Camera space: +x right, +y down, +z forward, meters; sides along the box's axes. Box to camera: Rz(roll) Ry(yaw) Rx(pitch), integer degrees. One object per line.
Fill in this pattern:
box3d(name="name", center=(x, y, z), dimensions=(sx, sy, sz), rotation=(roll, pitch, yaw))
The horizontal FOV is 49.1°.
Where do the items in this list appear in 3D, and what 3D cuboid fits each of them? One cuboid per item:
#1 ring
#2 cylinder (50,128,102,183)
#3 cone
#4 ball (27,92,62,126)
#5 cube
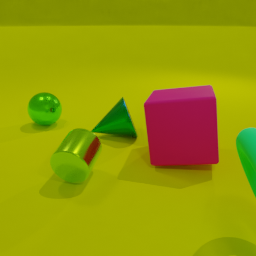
box3d(name="ring", center=(1.620, 0.708, 3.114), dimensions=(0.304, 1.518, 1.518), rotation=(-23, 18, 13))
box3d(name="cylinder", center=(-0.941, 0.501, 5.179), dimensions=(0.739, 0.739, 0.739), rotation=(6, 35, 14))
box3d(name="cone", center=(-0.441, -0.090, 7.033), dimensions=(1.083, 1.079, 1.079), rotation=(-20, 22, 3))
box3d(name="ball", center=(-2.302, -0.527, 7.764), dimensions=(0.925, 0.925, 0.925), rotation=(0, 22, 0))
box3d(name="cube", center=(1.135, -0.088, 5.818), dimensions=(1.311, 1.311, 1.311), rotation=(-3, 17, 14))
